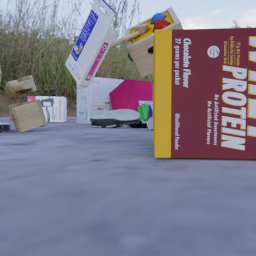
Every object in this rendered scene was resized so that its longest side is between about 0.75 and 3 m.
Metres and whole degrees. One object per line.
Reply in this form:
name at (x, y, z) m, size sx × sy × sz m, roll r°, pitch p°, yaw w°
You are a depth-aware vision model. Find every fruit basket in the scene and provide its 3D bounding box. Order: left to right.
fruit basket at (1.055, -0.706, 13.446) m, size 0.613 × 1.212 × 1.308 m, roll -15°, pitch -8°, yaw 42°

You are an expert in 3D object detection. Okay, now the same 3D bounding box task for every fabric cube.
fabric cube at (0.299, -1.331, 14.593) m, size 1.747 × 1.775 × 1.781 m, roll -1°, pitch -20°, yaw -35°

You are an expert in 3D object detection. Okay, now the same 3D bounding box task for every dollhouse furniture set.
dollhouse furniture set at (-4.183, -0.742, 8.407) m, size 1.875 × 2.188 × 2.301 m, roll -4°, pitch 14°, yaw 42°

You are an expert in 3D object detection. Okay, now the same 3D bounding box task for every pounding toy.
pounding toy at (0.691, -3.077, 9.835) m, size 2.450 × 1.742 × 2.255 m, roll -22°, pitch 34°, yaw 14°

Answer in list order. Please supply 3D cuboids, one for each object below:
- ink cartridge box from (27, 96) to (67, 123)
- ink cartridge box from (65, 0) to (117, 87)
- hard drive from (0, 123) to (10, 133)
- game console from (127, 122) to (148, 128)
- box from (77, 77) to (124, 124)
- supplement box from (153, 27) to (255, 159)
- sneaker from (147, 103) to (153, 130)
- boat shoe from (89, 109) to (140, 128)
ink cartridge box at (-5.091, -1.168, 17.716) m, size 2.252 × 1.630 × 0.950 m, roll 0°, pitch 3°, yaw -3°
ink cartridge box at (-1.108, -2.655, 8.742) m, size 0.475 × 2.563 × 1.214 m, roll 1°, pitch 43°, yaw -42°
hard drive at (-4.385, -0.010, 8.512) m, size 1.498 × 0.283 × 1.047 m, roll 0°, pitch 3°, yaw -21°
game console at (0.472, -0.125, 11.669) m, size 0.949 × 0.194 × 1.608 m, roll -1°, pitch 4°, yaw -18°
box at (-1.324, -1.500, 15.700) m, size 2.845 × 2.510 × 1.375 m, roll -3°, pitch 4°, yaw -39°
supplement box at (1.576, -0.459, 4.425) m, size 2.348 × 1.581 × 2.381 m, roll 0°, pitch 3°, yaw 6°
sneaker at (1.506, -0.297, 9.456) m, size 1.307 × 0.915 × 2.264 m, roll 3°, pitch 9°, yaw -16°
boat shoe at (-0.504, -0.322, 10.914) m, size 2.058 × 0.621 × 0.778 m, roll 5°, pitch 33°, yaw 22°
